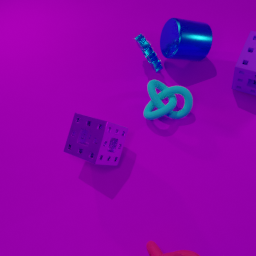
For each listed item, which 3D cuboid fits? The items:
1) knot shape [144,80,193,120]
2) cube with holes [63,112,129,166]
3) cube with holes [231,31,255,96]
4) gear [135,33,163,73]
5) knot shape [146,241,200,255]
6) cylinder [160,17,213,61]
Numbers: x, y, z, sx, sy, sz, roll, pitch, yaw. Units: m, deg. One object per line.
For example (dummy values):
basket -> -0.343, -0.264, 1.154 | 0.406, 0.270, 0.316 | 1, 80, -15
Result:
knot shape -> 1.070, -0.885, 8.357 | 1.480, 0.684, 1.385 | -17, 60, -6
cube with holes -> -0.801, 0.302, 7.181 | 1.035, 1.035, 1.035 | 16, 89, 30
cube with holes -> 4.045, -1.850, 8.429 | 1.304, 1.304, 1.304 | 22, 76, 22
gear -> 0.672, -2.395, 9.012 | 0.242, 1.309, 1.309 | -33, 62, 7
knot shape -> 0.959, 2.800, 5.681 | 1.316, 1.407, 0.650 | 11, 77, 9
cylinder -> 1.857, -2.835, 9.055 | 1.241, 1.241, 1.241 | -1, 57, -23
